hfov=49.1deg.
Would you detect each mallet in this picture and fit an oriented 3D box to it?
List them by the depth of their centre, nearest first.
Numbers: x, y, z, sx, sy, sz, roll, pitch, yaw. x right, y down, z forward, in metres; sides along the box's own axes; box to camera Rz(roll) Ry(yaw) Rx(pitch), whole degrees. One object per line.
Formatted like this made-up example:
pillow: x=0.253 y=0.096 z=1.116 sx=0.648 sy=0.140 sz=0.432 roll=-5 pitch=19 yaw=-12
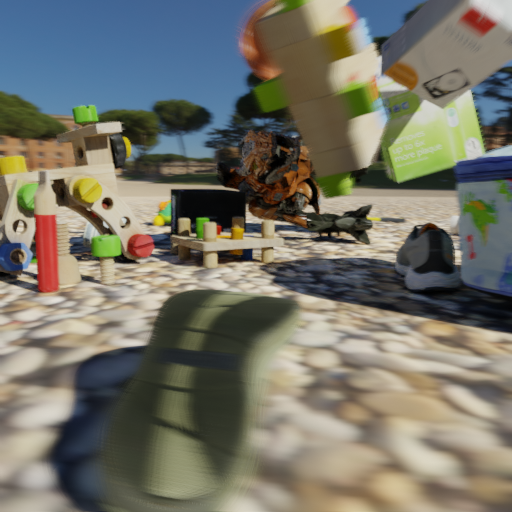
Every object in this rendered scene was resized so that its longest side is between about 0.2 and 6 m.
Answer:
mallet: x=3.648 y=-1.138 z=17.412 sx=2.183 sy=0.449 sz=0.719 roll=1 pitch=2 yaw=-31

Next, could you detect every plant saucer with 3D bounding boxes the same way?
plant saucer: x=0.514 y=-3.718 z=9.730 sx=1.543 sy=1.543 sz=0.249 roll=0 pitch=46 yaw=-2

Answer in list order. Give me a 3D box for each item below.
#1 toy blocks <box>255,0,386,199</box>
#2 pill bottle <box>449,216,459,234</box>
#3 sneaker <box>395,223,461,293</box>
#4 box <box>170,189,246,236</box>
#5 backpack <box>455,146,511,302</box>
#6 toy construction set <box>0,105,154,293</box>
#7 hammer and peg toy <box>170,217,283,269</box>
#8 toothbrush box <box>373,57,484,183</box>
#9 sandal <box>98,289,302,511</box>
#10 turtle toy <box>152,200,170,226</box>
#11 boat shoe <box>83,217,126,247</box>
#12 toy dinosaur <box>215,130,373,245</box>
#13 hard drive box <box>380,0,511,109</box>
toy blocks: x=1.209 y=-2.880 z=8.686 sx=1.624 sy=3.250 sz=2.221 roll=-8 pitch=33 yaw=31
pill bottle: x=5.193 y=-0.729 z=13.496 sx=0.937 sy=0.535 sz=0.535 roll=4 pitch=9 yaw=31
sneaker: x=2.281 y=-0.051 z=7.417 sx=0.764 sy=0.819 sz=2.067 roll=-1 pitch=6 yaw=8
box: x=-1.063 y=-0.829 z=11.863 sx=1.396 sy=1.168 sz=1.879 roll=-1 pitch=9 yaw=-15
backpack: x=3.837 y=-0.660 z=5.617 sx=3.420 sy=2.513 sz=3.130 roll=-8 pitch=7 yaw=-25
toy construction set: x=-2.795 y=-0.977 z=8.040 sx=2.691 sy=2.480 sz=3.227 roll=-3 pitch=9 yaw=-18
hammer and peg toy: x=-0.629 y=-0.305 z=9.574 sx=1.517 sy=0.727 sz=2.063 roll=-4 pitch=9 yaw=-28
toothbrush box: x=3.745 y=-3.306 z=12.741 sx=2.018 sy=2.772 sz=1.193 roll=-15 pitch=10 yaw=8
sandal: x=-0.260 y=0.697 z=3.003 sx=0.809 sy=0.582 sz=2.039 roll=8 pitch=24 yaw=11
turtle toy: x=-2.242 y=-1.316 z=16.701 sx=1.667 sy=0.843 sz=1.215 roll=3 pitch=8 yaw=22
boat shoe: x=-2.743 y=-0.456 z=11.123 sx=0.810 sy=0.794 sz=2.275 roll=15 pitch=8 yaw=-2
toy dinosaur: x=0.832 y=-1.658 z=12.490 sx=3.331 sy=2.507 sz=4.908 roll=2 pitch=10 yaw=3
hard drive box: x=3.697 y=-3.991 z=10.544 sx=1.694 sy=0.835 sz=2.173 roll=20 pitch=-29 yaw=-22
